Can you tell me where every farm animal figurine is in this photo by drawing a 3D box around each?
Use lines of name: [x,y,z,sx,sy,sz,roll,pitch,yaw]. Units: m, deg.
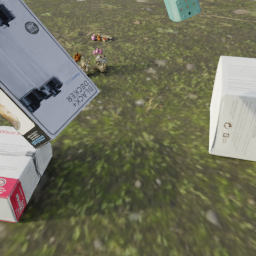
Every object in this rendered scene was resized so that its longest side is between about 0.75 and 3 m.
farm animal figurine: [-1.588,-2.798,12.202,1.468,0.738,1.185,-18,59,-27]

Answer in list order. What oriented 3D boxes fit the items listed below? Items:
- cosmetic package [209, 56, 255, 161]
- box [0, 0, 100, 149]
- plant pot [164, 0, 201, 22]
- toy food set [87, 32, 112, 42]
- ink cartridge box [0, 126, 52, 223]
cosmetic package: [3.519,-0.599,8.039,2.043,2.055,2.456,8,37,12]
box: [-1.848,-1.067,4.796,0.764,2.539,1.481,-23,22,48]
plant pot: [1.634,-3.674,8.218,0.920,0.920,1.302,-21,32,11]
toy food set: [-1.588,-4.978,15.481,1.254,0.197,0.797,24,43,18]
ink cartridge box: [-3.024,1.007,6.835,1.626,0.933,2.238,5,37,7]
